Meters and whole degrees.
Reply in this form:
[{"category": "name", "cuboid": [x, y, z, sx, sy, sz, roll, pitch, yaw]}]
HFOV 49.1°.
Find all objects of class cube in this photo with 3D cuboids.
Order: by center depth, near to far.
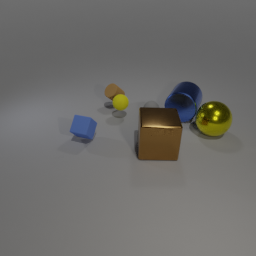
[{"category": "cube", "cuboid": [1.084, 0.189, 10.045, 1.400, 1.400, 1.400, 2, 31, -1]}, {"category": "cube", "cuboid": [-1.689, -0.030, 10.688, 0.700, 0.700, 0.700, 10, 77, 18]}]

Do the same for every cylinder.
[{"category": "cylinder", "cuboid": [2.467, -1.171, 12.374, 1.400, 1.400, 1.400, 12, 33, 19]}, {"category": "cylinder", "cuboid": [-0.613, -1.604, 12.971, 0.700, 0.700, 0.700, 28, -2, 38]}]

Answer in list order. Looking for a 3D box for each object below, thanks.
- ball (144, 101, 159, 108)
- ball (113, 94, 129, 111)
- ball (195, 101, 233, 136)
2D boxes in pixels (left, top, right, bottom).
[{"category": "ball", "cuboid": [1.009, -0.834, 12.104, 0.700, 0.700, 0.700, 0, 31, 0]}, {"category": "ball", "cuboid": [-0.317, -1.109, 12.152, 0.700, 0.700, 0.700, 0, 31, 0]}, {"category": "ball", "cuboid": [3.368, -0.365, 11.022, 1.400, 1.400, 1.400, 0, 31, 0]}]
